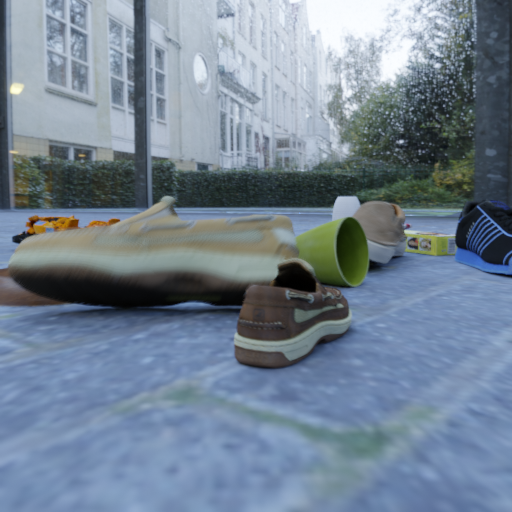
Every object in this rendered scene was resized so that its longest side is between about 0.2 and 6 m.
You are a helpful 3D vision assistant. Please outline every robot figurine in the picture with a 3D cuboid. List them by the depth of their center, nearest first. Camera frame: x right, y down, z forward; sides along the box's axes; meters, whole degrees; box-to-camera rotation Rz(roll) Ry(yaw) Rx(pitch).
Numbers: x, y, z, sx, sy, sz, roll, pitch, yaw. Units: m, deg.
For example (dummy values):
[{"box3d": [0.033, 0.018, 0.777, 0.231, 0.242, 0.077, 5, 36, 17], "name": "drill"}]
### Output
[{"box3d": [-3.967, -0.477, 11.842, 1.869, 0.750, 2.577, -4, 7, -44], "name": "robot figurine"}]

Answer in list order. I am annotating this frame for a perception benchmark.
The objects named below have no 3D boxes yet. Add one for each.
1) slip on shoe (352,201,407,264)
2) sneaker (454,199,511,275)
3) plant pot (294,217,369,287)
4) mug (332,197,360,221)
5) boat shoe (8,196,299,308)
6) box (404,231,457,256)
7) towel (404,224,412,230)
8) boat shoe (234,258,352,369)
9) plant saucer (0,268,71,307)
[{"box3d": [1.979, -0.473, 9.694, 1.234, 0.983, 3.246, 13, 8, 28], "name": "slip on shoe"}, {"box3d": [3.917, -0.330, 8.805, 1.000, 1.111, 2.853, 0, 6, -7], "name": "sneaker"}, {"box3d": [0.861, -0.012, 7.493, 0.976, 0.913, 0.913, -6, 1, 37], "name": "plant pot"}, {"box3d": [2.955, -1.378, 18.395, 0.948, 1.125, 1.283, 0, 6, 0], "name": "mug"}, {"box3d": [-0.979, -0.080, 5.695, 2.817, 1.073, 1.009, 3, -21, -9], "name": "boat shoe"}, {"box3d": [3.364, -0.286, 11.638, 0.633, 0.422, 1.683, -3, 6, -27], "name": "box"}, {"box3d": [2.955, -0.546, 13.305, 1.161, 0.183, 1.612, -20, -6, 30], "name": "towel"}, {"box3d": [0.390, 0.354, 4.568, 0.670, 0.672, 1.815, 2, 7, 19], "name": "boat shoe"}, {"box3d": [-2.513, 0.310, 6.728, 1.704, 0.312, 1.704, -1, 7, 0], "name": "plant saucer"}]
